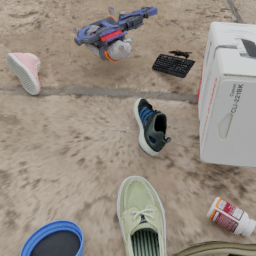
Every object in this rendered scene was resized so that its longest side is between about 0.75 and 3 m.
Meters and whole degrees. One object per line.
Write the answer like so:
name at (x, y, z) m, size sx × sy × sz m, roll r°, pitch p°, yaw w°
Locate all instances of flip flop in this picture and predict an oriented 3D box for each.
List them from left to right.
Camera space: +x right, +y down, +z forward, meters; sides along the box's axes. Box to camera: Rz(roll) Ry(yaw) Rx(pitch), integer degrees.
flip flop at (1.738, 2.153, 4.550) m, size 1.975 × 0.801 × 0.569 m, roll -2°, pitch 70°, yaw 6°

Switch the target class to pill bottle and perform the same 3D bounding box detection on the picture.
pill bottle at (1.961, 1.708, 5.320) m, size 0.803 × 0.454 × 0.454 m, roll 29°, pitch 53°, yaw 24°

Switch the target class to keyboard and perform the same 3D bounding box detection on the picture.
keyboard at (1.310, -2.026, 8.387) m, size 0.825 × 0.314 × 1.585 m, roll -57°, pitch 39°, yaw -1°

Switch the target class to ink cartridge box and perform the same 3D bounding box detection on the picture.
ink cartridge box at (2.351, -0.863, 6.313) m, size 1.225 × 2.111 × 2.925 m, roll 7°, pitch 38°, yaw 8°

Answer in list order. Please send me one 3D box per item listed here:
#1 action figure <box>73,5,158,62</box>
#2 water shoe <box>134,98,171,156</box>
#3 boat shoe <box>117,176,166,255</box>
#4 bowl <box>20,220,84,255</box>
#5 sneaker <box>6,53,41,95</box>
action figure at (-0.373, -2.901, 8.693) m, size 2.645 × 1.383 × 2.558 m, roll -21°, pitch 45°, yaw -7°
water shoe at (0.641, -0.160, 6.756) m, size 0.661 × 0.729 × 1.848 m, roll 32°, pitch 34°, yaw -33°
boat shoe at (0.319, 1.836, 4.963) m, size 0.908 × 0.782 × 2.521 m, roll -6°, pitch 46°, yaw -6°
bowl at (-1.291, 2.111, 4.863) m, size 1.115 × 0.219 × 1.115 m, roll -10°, pitch 29°, yaw 6°
sneaker at (-2.874, -1.704, 8.421) m, size 0.868 × 0.625 × 1.660 m, roll -21°, pitch 60°, yaw -43°
